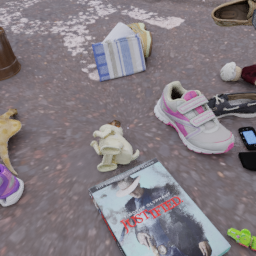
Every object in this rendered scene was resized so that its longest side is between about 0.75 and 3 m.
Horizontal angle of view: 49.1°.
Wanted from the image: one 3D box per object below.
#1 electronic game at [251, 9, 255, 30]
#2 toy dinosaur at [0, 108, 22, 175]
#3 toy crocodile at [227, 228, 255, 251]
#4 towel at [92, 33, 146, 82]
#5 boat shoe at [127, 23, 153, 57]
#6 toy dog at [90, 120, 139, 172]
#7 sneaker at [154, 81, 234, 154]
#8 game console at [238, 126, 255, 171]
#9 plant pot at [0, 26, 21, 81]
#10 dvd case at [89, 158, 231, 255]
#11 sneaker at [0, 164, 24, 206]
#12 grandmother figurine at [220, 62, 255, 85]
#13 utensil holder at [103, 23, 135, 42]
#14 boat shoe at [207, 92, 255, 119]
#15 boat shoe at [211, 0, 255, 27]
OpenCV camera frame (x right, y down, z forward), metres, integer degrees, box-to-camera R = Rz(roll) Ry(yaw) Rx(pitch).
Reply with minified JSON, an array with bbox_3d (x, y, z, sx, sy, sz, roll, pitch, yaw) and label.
[{"bbox_3d":[2.716,-1.401,5.012,0.353,1.697,1.697,-31,34,30],"label":"electronic game"},{"bbox_3d":[-3.876,0.171,8.268,1.413,0.813,2.795,-9,44,-11],"label":"toy dinosaur"},{"bbox_3d":[2.775,2.524,6.148,1.168,0.361,0.394,16,6,18],"label":"toy crocodile"},{"bbox_3d":[-0.321,-2.765,10.990,2.031,1.492,0.242,-18,17,-16],"label":"towel"},{"bbox_3d":[0.338,-3.911,12.366,1.094,1.029,2.872,4,32,-12],"label":"boat shoe"},{"bbox_3d":[-0.405,0.365,7.977,1.329,0.956,1.371,-7,42,-11],"label":"toy dog"},{"bbox_3d":[1.930,-0.385,8.462,1.210,1.312,2.974,-29,51,-27],"label":"sneaker"},{"bbox_3d":[3.682,0.571,8.273,1.005,0.205,1.704,-2,43,-2],"label":"game console"},{"bbox_3d":[-5.274,-2.979,10.937,1.690,1.673,1.690,-1,44,1],"label":"plant pot"},{"bbox_3d":[0.604,2.114,6.580,2.100,0.317,2.877,-21,47,-21],"label":"dvd case"},{"bbox_3d":[-3.892,1.333,6.855,2.427,1.073,0.976,-4,45,-2],"label":"sneaker"},{"bbox_3d":[4.935,-1.947,10.533,2.809,0.851,1.703,10,28,15],"label":"grandmother figurine"},{"bbox_3d":[-0.398,-3.462,11.489,1.100,1.100,1.294,35,85,31],"label":"utensil holder"},{"bbox_3d":[3.226,-0.800,9.307,2.485,0.750,0.918,1,44,1],"label":"boat shoe"},{"bbox_3d":[3.107,-2.842,6.831,2.061,0.734,0.665,-2,12,27],"label":"boat shoe"}]
